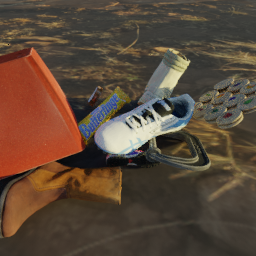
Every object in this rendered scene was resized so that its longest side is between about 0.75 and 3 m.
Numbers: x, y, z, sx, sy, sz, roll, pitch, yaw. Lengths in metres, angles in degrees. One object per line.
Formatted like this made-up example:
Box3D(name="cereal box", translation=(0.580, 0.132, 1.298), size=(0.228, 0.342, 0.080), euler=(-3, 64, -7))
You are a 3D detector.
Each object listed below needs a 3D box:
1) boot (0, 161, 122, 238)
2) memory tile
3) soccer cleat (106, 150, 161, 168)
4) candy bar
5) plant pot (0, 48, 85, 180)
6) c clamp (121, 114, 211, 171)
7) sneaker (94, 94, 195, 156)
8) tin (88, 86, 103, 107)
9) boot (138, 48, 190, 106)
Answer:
Box3D(name="boot", translation=(-1.241, 1.429, 5.670), size=(2.194, 0.751, 2.066), euler=(6, 22, 3))
Box3D(name="memory tile", translation=(2.708, -0.770, 7.649), size=(1.918, 0.210, 2.503), euler=(-34, 17, -6))
Box3D(name="soccer cleat", translation=(0.153, 0.701, 6.923), size=(1.374, 0.469, 0.503), euler=(-3, 30, 1))
Box3D(name="candy bar", translation=(-0.767, -0.413, 8.405), size=(0.645, 0.287, 2.588), euler=(45, 48, -3))
Box3D(name="plant pot", translation=(-2.636, -0.515, 6.510), size=(2.491, 2.195, 2.488), euler=(-19, 25, -10))
Box3D(name="c clamp", translation=(0.907, 0.377, 7.223), size=(2.209, 0.350, 2.586), euler=(10, 20, -8))
Box3D(name="sneaker", translation=(0.454, -0.204, 6.843), size=(2.957, 1.072, 1.063), euler=(-21, 58, -34))
Box3D(name="tin", translation=(-1.082, -1.062, 9.280), size=(0.237, 0.633, 1.130), euler=(28, 11, -12))
Box3D(name="boot", translation=(1.157, -1.468, 8.665), size=(0.863, 1.852, 2.394), euler=(31, 16, 5))
